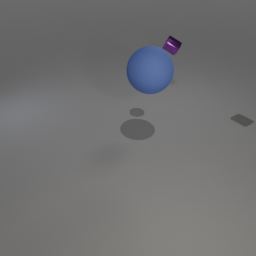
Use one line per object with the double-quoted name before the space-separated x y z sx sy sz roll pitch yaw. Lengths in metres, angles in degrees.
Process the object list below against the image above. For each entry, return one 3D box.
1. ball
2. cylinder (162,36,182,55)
"ball" 0.655 -1.703 8.293 1.400 1.400 1.400 0 33 0
"cylinder" 2.135 -4.002 13.580 0.700 0.700 0.700 29 34 -6
